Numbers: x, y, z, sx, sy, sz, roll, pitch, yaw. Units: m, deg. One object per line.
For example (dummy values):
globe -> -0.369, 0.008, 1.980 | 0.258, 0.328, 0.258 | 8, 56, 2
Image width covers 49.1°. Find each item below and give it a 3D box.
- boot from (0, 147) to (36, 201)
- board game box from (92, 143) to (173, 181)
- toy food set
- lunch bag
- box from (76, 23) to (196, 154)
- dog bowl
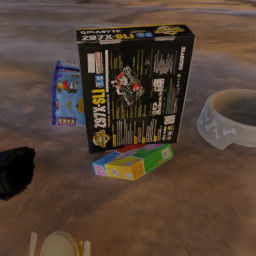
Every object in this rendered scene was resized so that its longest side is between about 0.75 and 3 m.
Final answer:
boot -> -2.515, 0.702, 4.993 | 1.791, 0.809, 2.186 | -16, 18, 7
board game box -> 0.058, 0.652, 5.687 | 1.062, 0.280, 1.389 | -25, 11, -34
toy food set -> -0.891, 1.766, 3.741 | 1.091, 0.753, 0.219 | -3, -15, 31
lunch bag -> -1.078, -1.238, 8.138 | 2.051, 1.281, 2.724 | 2, 32, -12
box -> 0.119, -0.738, 6.090 | 2.232, 2.795, 0.690 | -6, 40, -7
dog bowl -> 3.149, -0.242, 7.267 | 2.586, 0.758, 2.586 | 0, 31, 0
